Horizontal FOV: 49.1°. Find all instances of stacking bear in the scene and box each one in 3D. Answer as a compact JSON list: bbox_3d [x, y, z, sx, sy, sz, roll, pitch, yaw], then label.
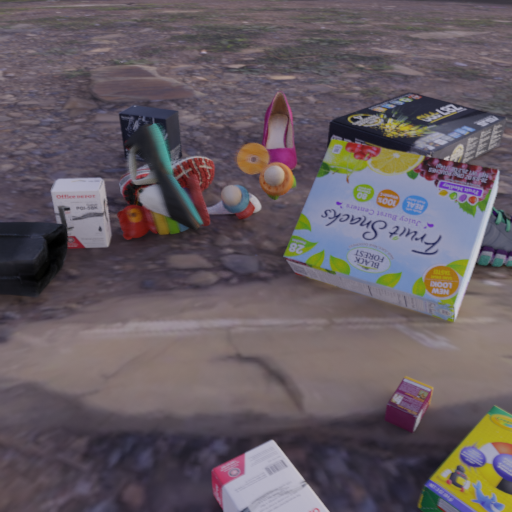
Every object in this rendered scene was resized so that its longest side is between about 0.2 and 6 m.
[{"bbox_3d":[-1.708,-0.759,10.118,1.534,0.932,0.872,-17,-8,-9],"label":"stacking bear"}]

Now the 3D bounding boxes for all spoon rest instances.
[{"bbox_3d":[-0.618,-1.039,11.046,1.472,0.446,0.731,3,31,-20],"label":"spoon rest"}]

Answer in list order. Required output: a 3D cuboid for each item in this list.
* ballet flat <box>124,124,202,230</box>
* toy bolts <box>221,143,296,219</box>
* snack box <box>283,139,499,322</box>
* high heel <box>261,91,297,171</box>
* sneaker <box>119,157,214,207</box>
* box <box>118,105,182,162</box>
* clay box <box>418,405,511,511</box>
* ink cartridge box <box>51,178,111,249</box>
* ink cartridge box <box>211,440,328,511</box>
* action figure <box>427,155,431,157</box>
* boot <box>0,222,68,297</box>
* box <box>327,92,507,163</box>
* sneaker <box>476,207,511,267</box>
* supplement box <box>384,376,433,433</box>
[{"bbox_3d":[-1.666,-1.247,9.586,0.776,0.771,2.269,-26,64,0],"label":"ballet flat"},{"bbox_3d":[-0.140,-1.427,10.328,1.379,0.956,1.317,-39,79,6],"label":"toy bolts"},{"bbox_3d":[2.042,-0.457,8.534,2.603,0.881,2.195,17,75,26],"label":"snack box"},{"bbox_3d":[0.555,-2.904,13.138,0.888,1.265,2.637,3,32,5],"label":"high heel"},{"bbox_3d":[-1.840,-1.678,11.601,2.092,0.814,0.860,-16,34,-24],"label":"sneaker"},{"bbox_3d":[-2.461,-2.826,13.131,1.259,1.146,0.655,11,33,18],"label":"box"},{"bbox_3d":[2.545,2.217,5.678,0.987,0.409,1.718,28,42,36],"label":"clay box"},{"bbox_3d":[-3.029,-0.730,9.746,0.836,1.139,0.472,-3,32,-4],"label":"ink cartridge box"},{"bbox_3d":[0.127,2.390,5.384,0.731,0.426,1.010,-18,36,-26],"label":"ink cartridge box"},{"bbox_3d":[3.233,-1.544,10.682,1.223,0.727,0.624,7,-6,4],"label":"action figure"},{"bbox_3d":[-4.768,-0.407,9.227,3.328,1.093,2.743,-2,41,3],"label":"boot"},{"bbox_3d":[3.919,-2.983,13.658,3.515,0.863,2.833,-26,43,-36],"label":"box"},{"bbox_3d":[3.646,-0.582,9.404,2.858,1.251,1.064,0,32,0],"label":"sneaker"},{"bbox_3d":[1.795,1.736,6.572,0.368,0.290,0.562,20,37,29],"label":"supplement box"}]
